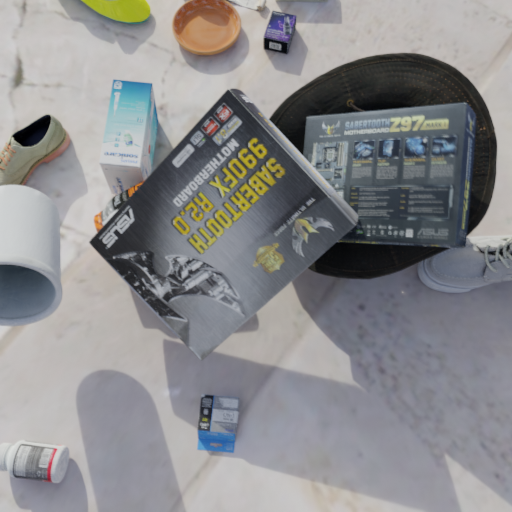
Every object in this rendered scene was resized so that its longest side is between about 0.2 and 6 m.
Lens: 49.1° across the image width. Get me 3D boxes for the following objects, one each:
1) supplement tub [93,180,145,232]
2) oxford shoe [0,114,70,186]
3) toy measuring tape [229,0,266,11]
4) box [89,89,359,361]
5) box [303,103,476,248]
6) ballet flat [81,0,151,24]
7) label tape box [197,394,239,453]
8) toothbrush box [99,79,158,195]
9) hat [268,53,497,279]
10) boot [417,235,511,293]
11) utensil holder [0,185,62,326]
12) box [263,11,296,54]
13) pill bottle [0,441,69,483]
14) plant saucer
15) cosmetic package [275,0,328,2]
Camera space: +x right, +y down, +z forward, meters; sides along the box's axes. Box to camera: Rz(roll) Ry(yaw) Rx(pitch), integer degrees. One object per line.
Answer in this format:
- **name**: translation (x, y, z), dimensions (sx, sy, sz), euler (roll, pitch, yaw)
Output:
- **supplement tub**: translation (-1.841, -0.786, 10.242), dimensions (2.014, 1.234, 1.234), euler (-28, 73, 3)
- **oxford shoe**: translation (-4.784, -1.910, 10.913), dimensions (0.851, 0.887, 2.404), euler (39, 75, 12)
- **toy measuring tape**: translation (-0.847, -6.082, 12.415), dimensions (2.234, 0.822, 0.822), euler (21, 72, 7)
- **box**: translation (-0.558, -0.417, 8.812), dimensions (3.408, 0.824, 2.699), euler (-42, 91, 19)
- **box**: translation (1.987, -1.223, 8.872), dimensions (2.645, 0.675, 2.086), euler (3, 88, 32)
- **ballet flat**: translation (-3.571, -5.987, 12.304), dimensions (2.681, 0.898, 0.896), euler (29, 71, 9)
- **label tape box**: translation (-0.654, 2.870, 9.595), dimensions (0.660, 0.290, 0.915), euler (5, 71, 2)
- **toothbrush box**: translation (-2.405, -2.222, 10.768), dimensions (0.774, 1.329, 1.815), euler (5, 70, -3)
- **hat**: translation (2.119, -1.539, 10.171), dimensions (4.116, 1.661, 4.116), euler (0, 91, 17)
- **boot**: translation (4.460, -0.094, 10.026), dimensions (2.900, 1.386, 1.067), euler (-10, 71, -3)
- **utensil holder**: translation (-3.634, -0.039, 8.388), dimensions (1.426, 1.426, 1.679), euler (-12, 49, -4)
- **box**: translation (0.516, -4.865, 12.188), dimensions (0.568, 0.400, 0.767), euler (14, 72, 5)
- **pill bottle**: translation (-3.707, 3.380, 9.256), dimensions (1.073, 0.594, 0.594), euler (7, 71, 2)
- **plant saucer**: translation (-1.083, -5.007, 12.301), dimensions (1.516, 0.284, 1.516), euler (0, 71, -1)
- **cosmetic package**: translation (1.031, -6.103, 12.595), dimensions (1.214, 0.432, 0.639), euler (0, 71, 0)
